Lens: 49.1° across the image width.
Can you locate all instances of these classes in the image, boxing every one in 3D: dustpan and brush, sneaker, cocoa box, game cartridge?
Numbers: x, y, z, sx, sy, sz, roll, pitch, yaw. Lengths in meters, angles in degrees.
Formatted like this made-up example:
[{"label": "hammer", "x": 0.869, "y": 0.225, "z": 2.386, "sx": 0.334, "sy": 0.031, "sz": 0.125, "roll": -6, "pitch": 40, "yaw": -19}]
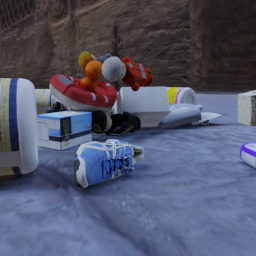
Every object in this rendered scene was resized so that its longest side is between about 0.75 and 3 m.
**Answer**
[{"label": "dustpan and brush", "x": 3.216, "y": -0.398, "z": 12.702, "sx": 1.252, "sy": 0.513, "sz": 1.794, "roll": -17, "pitch": 22, "yaw": -20}, {"label": "sneaker", "x": -2.406, "y": -0.431, "z": 10.514, "sx": 1.091, "sy": 1.159, "sz": 2.831, "roll": 0, "pitch": 10, "yaw": -1}, {"label": "cocoa box", "x": -1.873, "y": 0.013, "z": 8.436, "sx": 0.960, "sy": 0.944, "sz": 1.439, "roll": 6, "pitch": 12, "yaw": 29}, {"label": "sneaker", "x": -0.342, "y": 0.602, "z": 5.545, "sx": 0.817, "sy": 0.803, "sz": 2.120, "roll": 0, "pitch": 10, "yaw": 22}, {"label": "game cartridge", "x": 2.074, "y": -0.606, "z": 12.451, "sx": 1.873, "sy": 0.584, "sz": 2.812, "roll": -19, "pitch": 12, "yaw": -6}]

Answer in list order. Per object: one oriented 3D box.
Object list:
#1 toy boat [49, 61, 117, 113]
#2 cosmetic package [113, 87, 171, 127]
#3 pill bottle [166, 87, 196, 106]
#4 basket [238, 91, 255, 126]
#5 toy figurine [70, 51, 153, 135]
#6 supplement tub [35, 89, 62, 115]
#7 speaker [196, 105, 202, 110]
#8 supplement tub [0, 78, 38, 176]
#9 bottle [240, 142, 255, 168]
[{"label": "toy boat", "x": -1.297, "y": -1.496, "z": 9.451, "sx": 1.604, "sy": 1.607, "sz": 2.459, "roll": 37, "pitch": 18, "yaw": 29}, {"label": "cosmetic package", "x": 0.445, "y": -0.761, "z": 10.837, "sx": 1.756, "sy": 1.079, "sz": 1.750, "roll": -4, "pitch": -17, "yaw": -16}, {"label": "pill bottle", "x": 2.432, "y": -1.636, "z": 16.521, "sx": 1.522, "sy": 1.522, "sz": 2.919, "roll": -8, "pitch": 12, "yaw": -40}, {"label": "basket", "x": 5.456, "y": -0.861, "z": 12.305, "sx": 0.903, "sy": 1.464, "sz": 0.992, "roll": -7, "pitch": 11, "yaw": -14}, {"label": "toy figurine", "x": -0.766, "y": -1.251, "z": 9.957, "sx": 1.941, "sy": 2.790, "sz": 2.747, "roll": 3, "pitch": 18, "yaw": -40}, {"label": "supplement tub", "x": -4.803, "y": -1.429, "z": 15.519, "sx": 1.981, "sy": 1.437, "sz": 1.437, "roll": 1, "pitch": 10, "yaw": 2}, {"label": "speaker", "x": 4.483, "y": -1.360, "z": 18.470, "sx": 0.790, "sy": 0.321, "sz": 0.321, "roll": 0, "pitch": 10, "yaw": 0}, {"label": "supplement tub", "x": -3.230, "y": 0.009, "z": 5.485, "sx": 2.726, "sy": 1.968, "sz": 1.968, "roll": -2, "pitch": 10, "yaw": -16}, {"label": "bottle", "x": 2.993, "y": 0.686, "z": 5.978, "sx": 0.629, "sy": 0.492, "sz": 1.506, "roll": 1, "pitch": 10, "yaw": -6}]
